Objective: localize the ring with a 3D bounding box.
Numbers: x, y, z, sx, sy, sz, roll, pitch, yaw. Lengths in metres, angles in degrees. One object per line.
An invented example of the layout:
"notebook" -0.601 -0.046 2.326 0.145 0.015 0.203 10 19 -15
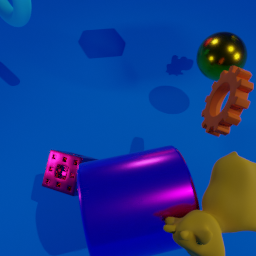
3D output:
"ring" -3.008 -3.466 6.748 0.403 2.017 2.017 -34 60 -30

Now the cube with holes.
"cube with holes" -1.135 0.891 5.633 0.728 0.728 0.728 12 85 21

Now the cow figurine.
"cow figurine" 1.032 0.858 3.159 1.240 0.692 1.260 16 80 -28

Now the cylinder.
"cylinder" 0.108 1.047 3.899 1.389 1.389 1.389 -11 54 -6

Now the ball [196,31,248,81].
"ball" 2.367 -1.805 7.109 1.232 1.232 1.232 0 53 0

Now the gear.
"gear" 1.686 -0.460 4.879 0.224 1.214 1.214 19 54 -8
